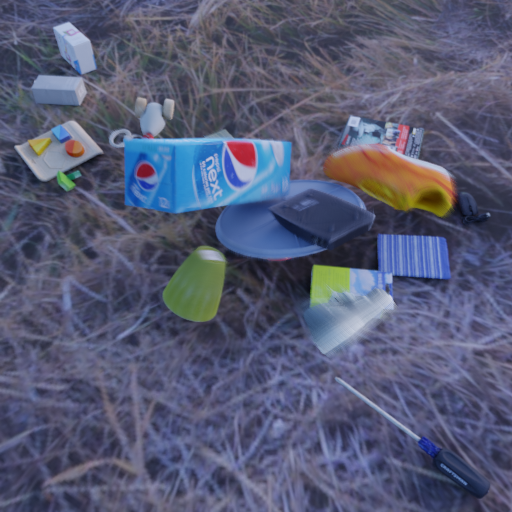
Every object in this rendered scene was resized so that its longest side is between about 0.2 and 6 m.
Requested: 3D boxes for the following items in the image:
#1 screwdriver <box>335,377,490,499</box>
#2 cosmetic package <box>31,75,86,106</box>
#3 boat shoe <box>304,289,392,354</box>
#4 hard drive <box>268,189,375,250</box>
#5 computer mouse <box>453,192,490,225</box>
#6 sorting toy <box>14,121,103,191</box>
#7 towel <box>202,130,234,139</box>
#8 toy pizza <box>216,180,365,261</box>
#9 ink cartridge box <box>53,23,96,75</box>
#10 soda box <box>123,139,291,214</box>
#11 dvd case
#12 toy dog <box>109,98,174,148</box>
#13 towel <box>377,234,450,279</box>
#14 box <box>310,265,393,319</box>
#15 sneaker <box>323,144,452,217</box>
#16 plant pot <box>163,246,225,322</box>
[{"bbox_3d":[2.492,2.866,9.224,2.924,0.425,0.408,37,58,22],"label":"screwdriver"},{"bbox_3d":[-5.303,-4.451,15.064,1.229,0.554,0.657,4,51,7],"label":"cosmetic package"},{"bbox_3d":[1.459,0.808,8.783,0.691,0.814,2.237,52,34,11],"label":"boat shoe"},{"bbox_3d":[1.217,-0.714,10.652,1.234,0.387,1.830,-27,35,-25],"label":"hard drive"},{"bbox_3d":[4.779,-1.137,12.575,0.642,0.245,0.928,-11,52,-7],"label":"computer mouse"},{"bbox_3d":[-4.637,-2.430,13.551,1.689,0.336,2.285,-31,57,-23],"label":"sorting toy"},{"bbox_3d":[-1.063,-2.151,13.408,1.933,0.334,1.861,-27,53,-18],"label":"towel"},{"bbox_3d":[0.707,-0.709,11.640,3.103,0.492,3.103,-8,32,5],"label":"toy pizza"},{"bbox_3d":[-5.173,-5.920,15.976,0.538,0.919,1.271,-31,57,-22],"label":"ink cartridge box"},{"bbox_3d":[-0.771,-1.636,10.743,1.239,1.172,3.653,11,17,33],"label":"soda box"},{"bbox_3d":[3.124,-2.868,13.992,1.924,0.212,1.404,14,53,10],"label":"dvd case"},{"bbox_3d":[-2.609,-2.972,13.762,1.298,0.948,1.968,25,68,5],"label":"toy dog"},{"bbox_3d":[3.285,0.018,11.735,1.473,0.176,1.066,4,54,5],"label":"towel"},{"bbox_3d":[1.860,0.705,11.011,1.568,0.374,0.956,5,51,4],"label":"box"},{"bbox_3d":[2.899,-1.615,12.059,2.958,1.080,1.141,11,54,-6],"label":"sneaker"},{"bbox_3d":[-1.043,0.428,10.439,1.088,1.163,1.088,20,28,-11],"label":"plant pot"}]
